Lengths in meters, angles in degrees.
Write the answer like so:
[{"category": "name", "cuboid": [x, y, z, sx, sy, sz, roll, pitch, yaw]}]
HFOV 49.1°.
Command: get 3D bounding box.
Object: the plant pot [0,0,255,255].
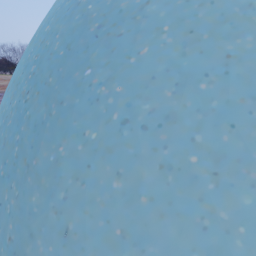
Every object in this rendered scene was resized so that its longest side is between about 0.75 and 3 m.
[{"category": "plant pot", "cuboid": [0.500, -0.043, 1.611, 2.707, 1.823, 2.707, 0, 10, 0]}]
